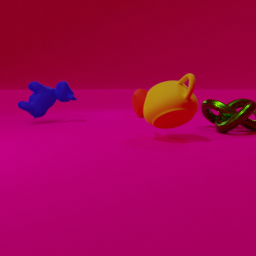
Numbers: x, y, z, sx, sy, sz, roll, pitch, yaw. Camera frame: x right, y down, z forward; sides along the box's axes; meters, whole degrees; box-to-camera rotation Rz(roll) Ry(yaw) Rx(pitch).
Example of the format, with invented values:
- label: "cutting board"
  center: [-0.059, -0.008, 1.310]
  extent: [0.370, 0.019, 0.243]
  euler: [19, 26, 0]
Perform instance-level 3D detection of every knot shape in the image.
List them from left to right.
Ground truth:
- label: "knot shape"
  center: [3.074, -0.366, 8.076]
  extent: [1.913, 0.884, 1.790]
  euler: [3, 11, 14]

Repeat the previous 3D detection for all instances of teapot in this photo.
- label: "teapot"
  center: [0.727, -1.018, 11.573]
  extent: [0.910, 1.156, 1.859]
  euler: [-10, 48, -14]
- label: "teapot"
  center: [0.945, -0.583, 6.744]
  extent: [1.292, 1.018, 2.078]
  euler: [3, -28, -28]

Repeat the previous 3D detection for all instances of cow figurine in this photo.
- label: "cow figurine"
  center: [-2.771, -0.993, 9.860]
  extent: [1.661, 1.688, 0.927]
  euler: [30, -10, -27]
